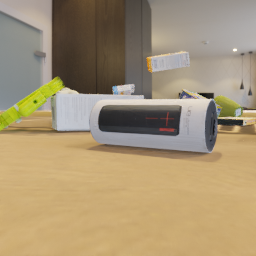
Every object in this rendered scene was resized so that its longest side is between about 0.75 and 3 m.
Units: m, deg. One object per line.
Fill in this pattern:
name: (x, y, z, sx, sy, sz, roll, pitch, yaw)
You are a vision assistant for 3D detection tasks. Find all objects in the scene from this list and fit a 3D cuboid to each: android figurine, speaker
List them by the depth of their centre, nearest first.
speaker: (0.492, -0.085, 5.619, 2.456, 0.997, 0.997, 3, 6, 30)
android figurine: (-3.400, -0.802, 9.692, 2.681, 0.551, 2.440, -40, 15, -13)

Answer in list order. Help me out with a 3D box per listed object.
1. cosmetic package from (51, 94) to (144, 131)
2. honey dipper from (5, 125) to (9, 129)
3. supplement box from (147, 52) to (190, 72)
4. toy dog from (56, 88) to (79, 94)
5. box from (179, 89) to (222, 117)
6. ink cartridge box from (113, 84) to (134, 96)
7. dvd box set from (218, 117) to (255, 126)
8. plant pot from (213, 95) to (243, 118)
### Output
cosmetic package: (-1.084, -0.548, 9.832, 2.994, 1.215, 1.690, -3, 4, -22)
honey dipper: (-4.828, -0.041, 9.640, 0.337, 0.337, 1.776, 2, 1, 22)
supplement box: (1.529, -2.572, 10.853, 1.514, 0.557, 0.954, -8, 16, 1)
toy dog: (-2.462, -0.835, 13.107, 2.303, 1.657, 2.375, 31, -5, -17)
box: (3.108, -0.981, 12.558, 0.800, 0.872, 2.490, 11, 18, -18)
ink cartridge box: (-0.188, -1.716, 13.370, 1.044, 0.354, 0.601, -9, -32, -5)
dvd box set: (4.887, -0.320, 12.806, 1.451, 0.292, 1.983, 4, 6, 40)
plant pot: (5.997, -1.089, 16.743, 1.469, 1.469, 1.570, -3, 17, -29)
